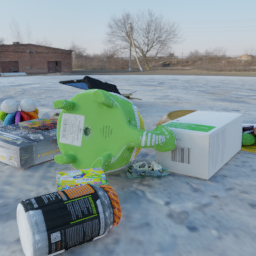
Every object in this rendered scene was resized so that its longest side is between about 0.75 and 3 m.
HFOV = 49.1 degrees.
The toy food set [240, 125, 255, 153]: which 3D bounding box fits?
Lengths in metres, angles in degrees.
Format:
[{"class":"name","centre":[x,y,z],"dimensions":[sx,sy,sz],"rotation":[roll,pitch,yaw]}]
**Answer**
[{"class":"toy food set","centre":[3.990,0.143,8.709],"dimensions":[2.143,0.700,1.261],"rotation":[13,38,43]}]

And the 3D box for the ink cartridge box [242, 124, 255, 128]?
[{"class":"ink cartridge box","centre":[4.744,0.144,10.006],"dimensions":[2.167,0.425,1.077],"rotation":[4,15,8]}]

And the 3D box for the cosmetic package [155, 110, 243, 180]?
[{"class":"cosmetic package","centre":[2.041,0.319,7.714],"dimensions":[1.483,1.169,2.757],"rotation":[7,17,34]}]

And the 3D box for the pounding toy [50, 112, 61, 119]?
[{"class":"pounding toy","centre":[-2.322,-0.169,10.783],"dimensions":[1.236,0.644,1.407],"rotation":[-1,14,-2]}]

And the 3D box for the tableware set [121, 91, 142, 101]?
[{"class":"tableware set","centre":[-0.669,-2.028,16.650],"dimensions":[1.843,0.559,2.788],"rotation":[-8,16,-30]}]

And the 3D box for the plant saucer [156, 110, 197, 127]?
[{"class":"plant saucer","centre":[2.447,-0.228,10.816],"dimensions":[2.689,0.476,2.689],"rotation":[1,20,0]}]

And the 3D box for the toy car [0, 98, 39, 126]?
[{"class":"toy car","centre":[-4.238,-0.377,10.989],"dimensions":[1.509,1.321,1.132],"rotation":[-6,51,-25]}]

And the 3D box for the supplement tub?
[{"class":"supplement tub","centre":[-0.858,1.341,4.205],"dimensions":[1.398,0.857,0.857],"rotation":[-8,16,-32]}]

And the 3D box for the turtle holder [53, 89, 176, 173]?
[{"class":"turtle holder","centre":[-0.372,0.000,6.892],"dimensions":[2.706,2.056,1.921],"rotation":[-27,-16,28]}]

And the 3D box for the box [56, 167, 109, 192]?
[{"class":"box","centre":[-0.880,1.202,5.358],"dimensions":[0.930,0.567,0.896],"rotation":[-4,14,-12]}]

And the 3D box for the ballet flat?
[{"class":"ballet flat","centre":[0.496,0.977,6.728],"dimensions":[1.065,0.395,0.395],"rotation":[-3,14,-13]}]

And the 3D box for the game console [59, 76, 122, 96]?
[{"class":"game console","centre":[-1.695,-1.633,14.485],"dimensions":[1.659,2.507,2.851],"rotation":[-36,-17,23]}]

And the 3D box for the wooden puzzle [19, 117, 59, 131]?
[{"class":"wooden puzzle","centre":[-2.752,-0.137,9.115],"dimensions":[1.109,0.131,1.870],"rotation":[9,15,30]}]

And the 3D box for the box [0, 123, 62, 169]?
[{"class":"box","centre":[-3.073,0.409,8.468],"dimensions":[2.549,0.616,2.019],"rotation":[10,17,35]}]
